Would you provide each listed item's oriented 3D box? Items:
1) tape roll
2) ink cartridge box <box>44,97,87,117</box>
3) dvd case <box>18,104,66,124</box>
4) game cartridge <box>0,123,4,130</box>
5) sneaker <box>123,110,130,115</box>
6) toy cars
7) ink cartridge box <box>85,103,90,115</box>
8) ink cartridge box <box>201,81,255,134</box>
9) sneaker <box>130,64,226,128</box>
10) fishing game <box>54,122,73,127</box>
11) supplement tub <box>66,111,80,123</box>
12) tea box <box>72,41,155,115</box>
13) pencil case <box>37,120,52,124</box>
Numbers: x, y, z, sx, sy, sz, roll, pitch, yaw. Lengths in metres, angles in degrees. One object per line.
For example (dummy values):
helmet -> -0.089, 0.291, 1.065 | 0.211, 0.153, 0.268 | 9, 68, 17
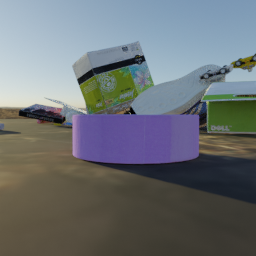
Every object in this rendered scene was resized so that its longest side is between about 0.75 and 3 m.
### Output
tape roll -> 0.070, 0.059, 2.635 | 1.163, 0.382, 1.163 | 1, 2, 0
ink cartridge box -> -2.924, -0.845, 14.125 | 2.117, 0.531, 2.440 | 21, 3, 4
dvd case -> -4.109, -0.772, 14.307 | 2.055, 0.338, 2.735 | 11, 10, -4
game cartridge -> -3.807, -0.025, 7.206 | 0.705, 0.220, 1.059 | 6, 5, 31
sneaker -> 0.640, -0.549, 13.011 | 2.063, 0.809, 0.928 | 0, -1, -16
toy cars -> 2.663, -1.466, 7.089 | 1.738, 0.385, 0.779 | -22, 11, -7
ink cartridge box -> -1.445, -0.964, 13.982 | 0.848, 1.463, 1.982 | -7, 2, 6
ink cartridge box -> 2.502, -0.330, 5.465 | 1.941, 0.995, 2.626 | 1, 15, 21
sneaker -> 1.585, -0.422, 8.175 | 2.882, 1.161, 2.110 | -27, -38, -5
fishing game -> -1.378, -0.214, 9.934 | 1.684, 0.366, 2.352 | 7, 7, 43
supplement tub -> -2.359, -0.433, 12.079 | 0.605, 0.605, 0.835 | -1, 3, -17
tea box -> -0.556, -2.052, 12.332 | 2.721, 2.677, 1.818 | -24, 7, -31
pencil case -> -4.259, -0.495, 14.887 | 0.530, 0.530, 1.213 | 2, 2, 39
